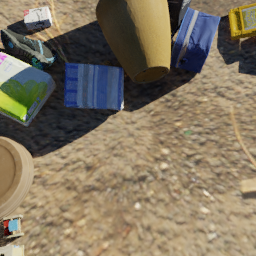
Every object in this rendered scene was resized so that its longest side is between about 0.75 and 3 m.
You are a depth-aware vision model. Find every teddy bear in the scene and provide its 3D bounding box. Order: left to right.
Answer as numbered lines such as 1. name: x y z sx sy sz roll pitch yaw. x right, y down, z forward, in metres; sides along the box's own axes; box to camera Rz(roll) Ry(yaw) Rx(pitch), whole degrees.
1. teddy bear: -0.635 -1.875 9.854 0.963 0.444 1.329 44 85 10

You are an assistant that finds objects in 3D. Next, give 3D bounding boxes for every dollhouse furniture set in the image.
1. dollhouse furniture set: -3.374 3.021 7.505 0.871 0.876 1.243 -10 68 -4

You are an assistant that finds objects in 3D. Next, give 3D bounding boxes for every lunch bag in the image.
1. lunch bag: 2.181 -2.997 9.819 1.389 1.426 2.099 20 68 7

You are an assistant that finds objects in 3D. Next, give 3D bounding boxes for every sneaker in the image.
1. sneaker: -3.656 -2.901 10.244 2.359 0.864 0.966 36 51 11

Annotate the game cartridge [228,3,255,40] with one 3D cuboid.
1. game cartridge: 4.737 -4.115 10.597 1.709 0.277 1.506 -7 61 20

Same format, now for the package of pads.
1. package of pads: -3.899 -1.377 9.458 2.428 0.828 1.876 26 70 10

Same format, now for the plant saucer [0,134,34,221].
1. plant saucer: -4.339 1.438 8.460 2.885 0.425 2.885 0 66 1

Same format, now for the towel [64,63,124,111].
1. towel: -1.062 -1.334 9.126 1.987 0.237 1.459 1 94 -21

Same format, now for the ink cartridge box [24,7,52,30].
1. ink cartridge box: -3.524 -4.298 10.957 0.958 0.397 0.703 -12 66 -5

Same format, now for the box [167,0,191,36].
1. box: 1.190 -4.856 10.206 2.088 2.123 1.247 28 61 11

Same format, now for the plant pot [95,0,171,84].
1. plant pot: 0.410 -2.786 8.862 2.356 2.356 2.528 -14 77 -6
